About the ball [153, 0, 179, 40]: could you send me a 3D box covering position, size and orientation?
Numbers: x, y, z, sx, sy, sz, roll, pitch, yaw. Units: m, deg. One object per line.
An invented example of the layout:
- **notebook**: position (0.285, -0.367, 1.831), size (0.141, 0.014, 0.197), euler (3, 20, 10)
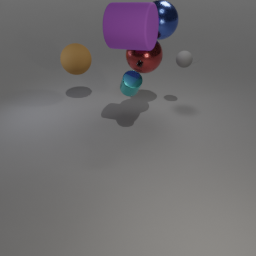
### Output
- **ball**: position (1.196, -4.053, 10.546), size (1.400, 1.400, 1.400), euler (0, 30, 0)

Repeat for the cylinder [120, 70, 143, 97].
- **cylinder**: position (0.103, -1.568, 9.902), size (0.700, 0.700, 0.700), euler (3, 71, -10)

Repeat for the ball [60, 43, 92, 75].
- **ball**: position (-2.363, -3.132, 12.758), size (1.400, 1.400, 1.400), euler (0, 30, 0)

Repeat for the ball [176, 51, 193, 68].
- **ball**: position (2.380, -2.907, 11.852), size (0.700, 0.700, 0.700), euler (0, 30, 0)

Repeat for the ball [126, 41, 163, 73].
- **ball**: position (0.611, -2.778, 10.601), size (1.400, 1.400, 1.400), euler (0, 30, 0)

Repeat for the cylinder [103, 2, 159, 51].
- **cylinder**: position (0.114, -3.189, 8.810), size (1.400, 1.400, 1.400), euler (9, 31, 19)
